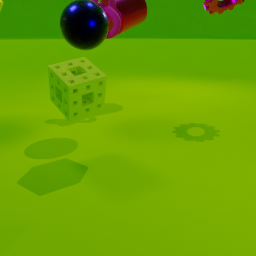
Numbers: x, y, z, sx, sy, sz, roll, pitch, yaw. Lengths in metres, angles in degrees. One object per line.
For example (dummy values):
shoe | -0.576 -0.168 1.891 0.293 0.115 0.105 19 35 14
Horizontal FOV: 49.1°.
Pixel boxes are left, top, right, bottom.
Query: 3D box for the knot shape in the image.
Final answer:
knot shape | -0.834 -3.538 8.958 1.527 1.429 0.705 -38 19 -3

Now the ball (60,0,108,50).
ball | -1.075 -2.528 6.907 1.183 1.183 1.183 0 19 0

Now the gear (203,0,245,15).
gear | 2.852 -3.784 8.014 1.350 0.250 1.350 -14 -12 -3

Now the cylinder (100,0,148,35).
cylinder | -0.186 -4.210 10.130 1.297 1.297 1.297 -37 36 -27

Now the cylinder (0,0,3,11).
cylinder | -3.652 -2.751 6.600 1.041 1.041 1.041 28 16 -9

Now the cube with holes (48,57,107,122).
cube with holes | -1.008 -0.785 5.567 0.813 0.813 0.813 -23 51 -31
